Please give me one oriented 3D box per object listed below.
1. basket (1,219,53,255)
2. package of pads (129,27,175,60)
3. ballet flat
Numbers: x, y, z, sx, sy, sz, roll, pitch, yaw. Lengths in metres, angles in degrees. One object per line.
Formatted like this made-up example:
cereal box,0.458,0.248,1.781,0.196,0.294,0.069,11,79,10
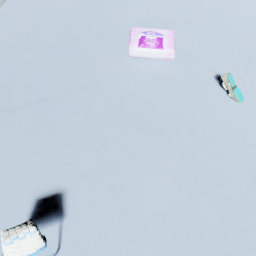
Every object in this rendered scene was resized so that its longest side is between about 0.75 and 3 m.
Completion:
basket,-1.811,2.172,4.998,0.818,0.927,0.645,-16,10,-26
package of pads,0.864,-3.006,10.014,1.665,0.630,1.003,5,68,-1
ballet flat,3.123,-1.190,8.449,0.344,0.382,1.015,-37,100,-28
